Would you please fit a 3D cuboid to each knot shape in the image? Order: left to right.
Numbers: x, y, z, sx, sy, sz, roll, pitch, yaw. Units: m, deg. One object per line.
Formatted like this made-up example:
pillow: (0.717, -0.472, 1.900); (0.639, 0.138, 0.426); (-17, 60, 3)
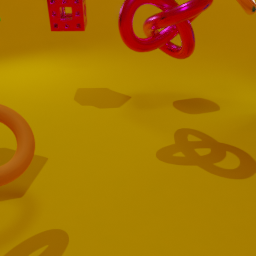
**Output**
knot shape: (0.875, -2.190, 6.210); (1.999, 1.870, 0.923); (-9, 70, 12)

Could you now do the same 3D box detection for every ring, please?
ring: (-1.900, 0.200, 3.795); (1.252, 0.250, 1.252); (16, 56, -26)
ring: (2.377, -3.011, 6.110); (0.255, 1.276, 1.276); (-37, 12, 30)

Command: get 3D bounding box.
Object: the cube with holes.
cube with holes: (-1.916, -3.780, 8.997); (1.063, 1.063, 1.063); (-1, 33, -2)
